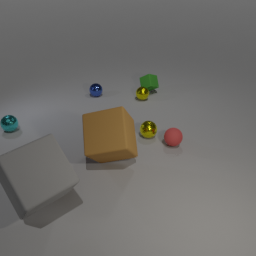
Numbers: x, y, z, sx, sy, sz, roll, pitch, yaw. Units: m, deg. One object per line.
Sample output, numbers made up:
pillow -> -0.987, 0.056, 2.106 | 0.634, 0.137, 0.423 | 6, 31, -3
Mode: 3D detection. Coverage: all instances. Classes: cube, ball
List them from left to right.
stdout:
ball -> -4.908, -0.195, 11.586 | 0.700, 0.700, 0.700 | 0, 30, 0
cube -> -2.289, 1.228, 6.990 | 1.400, 1.400, 1.400 | -27, 79, -33
ball -> -1.689, -2.010, 14.778 | 0.700, 0.700, 0.700 | 0, 30, 0
cube -> -0.567, 0.274, 9.243 | 1.400, 1.400, 1.400 | -11, 71, 13
ball -> 0.744, -1.783, 14.380 | 0.700, 0.700, 0.700 | 0, 30, 0
ball -> 0.819, 0.052, 11.174 | 0.700, 0.700, 0.700 | 0, 30, 0
cube -> 1.139, -2.439, 15.053 | 0.700, 0.700, 0.700 | -15, -9, 43
ball -> 1.708, 0.334, 10.558 | 0.700, 0.700, 0.700 | 0, 30, 0
